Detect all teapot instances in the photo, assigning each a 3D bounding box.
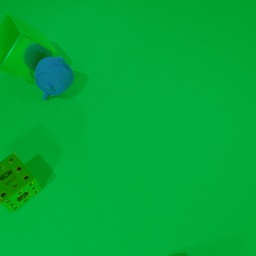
[{"bbox_3d":[-2.336,-1.596,8.771,1.228,1.976,0.967,26,44,-14],"label":"teapot"}]

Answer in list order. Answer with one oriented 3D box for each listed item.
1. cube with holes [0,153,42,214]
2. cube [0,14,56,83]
[{"bbox_3d":[-3.101,1.490,7.536,0.982,0.982,0.982,-38,70,-24],"label":"cube with holes"},{"bbox_3d":[-3.449,-2.540,9.097,1.361,1.361,1.361,-50,56,17],"label":"cube"}]
